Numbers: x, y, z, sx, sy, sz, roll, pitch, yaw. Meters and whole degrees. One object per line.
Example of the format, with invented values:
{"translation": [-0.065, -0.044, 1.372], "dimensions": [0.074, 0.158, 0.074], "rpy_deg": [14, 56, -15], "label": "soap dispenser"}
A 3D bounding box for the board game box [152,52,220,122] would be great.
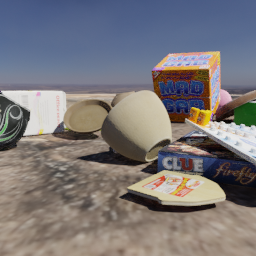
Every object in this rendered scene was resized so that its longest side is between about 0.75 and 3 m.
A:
{"translation": [2.620, -1.804, 12.158], "dimensions": [2.320, 2.320, 2.322], "rpy_deg": [4, 32, 27], "label": "board game box"}

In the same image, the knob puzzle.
{"translation": [0.763, 0.897, 3.926], "dimensions": [1.292, 0.179, 1.292], "rpy_deg": [0, 8, 0], "label": "knob puzzle"}

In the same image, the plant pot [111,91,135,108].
{"translation": [-0.099, -1.503, 15.817], "dimensions": [2.144, 0.989, 2.144], "rpy_deg": [-9, 6, 1], "label": "plant pot"}

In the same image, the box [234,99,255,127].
{"translation": [5.482, -0.585, 10.757], "dimensions": [1.827, 1.001, 2.071], "rpy_deg": [-7, 11, -40], "label": "box"}

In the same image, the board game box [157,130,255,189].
{"translation": [1.861, 0.487, 5.655], "dimensions": [1.755, 0.448, 2.591], "rpy_deg": [4, 9, 26], "label": "board game box"}

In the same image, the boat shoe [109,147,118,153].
{"translation": [-0.179, 0.427, 6.790], "dimensions": [0.259, 0.273, 0.782], "rpy_deg": [7, 19, 32], "label": "boat shoe"}

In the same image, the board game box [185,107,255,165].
{"translation": [2.811, 0.247, 4.961], "dimensions": [2.733, 0.354, 2.733], "rpy_deg": [7, 14, -17], "label": "board game box"}

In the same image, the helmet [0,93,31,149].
{"translation": [-3.220, -0.140, 6.795], "dimensions": [1.429, 1.363, 1.429], "rpy_deg": [30, -7, 4], "label": "helmet"}

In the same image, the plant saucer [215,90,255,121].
{"translation": [4.668, -0.975, 11.581], "dimensions": [2.386, 0.411, 2.386], "rpy_deg": [-20, -13, -5], "label": "plant saucer"}

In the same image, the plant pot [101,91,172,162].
{"translation": [0.320, 0.119, 5.781], "dimensions": [1.478, 1.478, 0.992], "rpy_deg": [-8, 49, -43], "label": "plant pot"}

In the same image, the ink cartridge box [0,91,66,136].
{"translation": [-3.126, -0.525, 9.205], "dimensions": [2.143, 1.377, 1.342], "rpy_deg": [-6, 10, -37], "label": "ink cartridge box"}

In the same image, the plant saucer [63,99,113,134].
{"translation": [-1.183, -0.342, 8.468], "dimensions": [1.524, 0.225, 1.524], "rpy_deg": [-4, 43, 3], "label": "plant saucer"}

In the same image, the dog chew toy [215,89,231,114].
{"translation": [4.424, -1.335, 15.009], "dimensions": [2.146, 1.336, 1.336], "rpy_deg": [-9, 11, -17], "label": "dog chew toy"}

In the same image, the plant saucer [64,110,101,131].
{"translation": [-1.446, -0.374, 10.781], "dimensions": [2.457, 0.588, 2.454], "rpy_deg": [-9, 13, -44], "label": "plant saucer"}
